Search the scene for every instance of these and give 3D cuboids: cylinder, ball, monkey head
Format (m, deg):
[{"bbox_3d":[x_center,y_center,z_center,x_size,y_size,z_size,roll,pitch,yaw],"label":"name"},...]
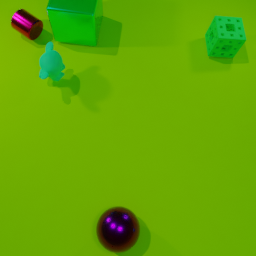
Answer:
[{"bbox_3d":[-3.228,-3.315,8.990,0.721,0.721,0.721,34,71,4],"label":"cylinder"},{"bbox_3d":[-0.227,2.351,6.511,1.025,1.025,1.025,0,67,0],"label":"ball"},{"bbox_3d":[-2.292,-1.777,8.025,0.920,0.771,1.279,-8,64,18],"label":"monkey head"}]

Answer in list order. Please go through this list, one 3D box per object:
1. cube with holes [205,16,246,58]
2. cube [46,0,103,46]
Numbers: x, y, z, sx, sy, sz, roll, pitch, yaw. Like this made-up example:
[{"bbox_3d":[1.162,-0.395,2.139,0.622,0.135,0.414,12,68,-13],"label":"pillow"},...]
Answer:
[{"bbox_3d":[3.006,-2.823,8.721,0.856,0.856,0.856,2,67,-6],"label":"cube with holes"},{"bbox_3d":[-1.589,-3.623,8.774,1.391,1.391,1.391,7,67,0],"label":"cube"}]
